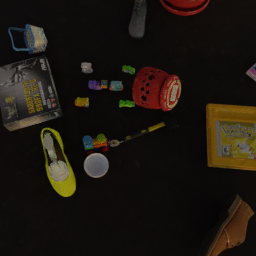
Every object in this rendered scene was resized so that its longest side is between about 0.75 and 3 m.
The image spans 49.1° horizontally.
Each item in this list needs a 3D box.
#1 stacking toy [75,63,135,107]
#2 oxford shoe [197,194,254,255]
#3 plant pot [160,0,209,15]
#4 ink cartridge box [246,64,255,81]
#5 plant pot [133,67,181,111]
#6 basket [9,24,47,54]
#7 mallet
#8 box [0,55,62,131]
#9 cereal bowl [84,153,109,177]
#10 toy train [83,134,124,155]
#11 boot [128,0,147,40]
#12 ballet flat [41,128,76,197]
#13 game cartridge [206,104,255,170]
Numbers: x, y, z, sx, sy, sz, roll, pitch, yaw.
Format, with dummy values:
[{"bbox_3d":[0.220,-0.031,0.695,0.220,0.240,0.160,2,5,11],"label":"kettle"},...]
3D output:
[{"bbox_3d":[-0.881,-1.686,11.321,2.362,0.555,1.781,3,69,-1],"label":"stacking toy"},{"bbox_3d":[3.122,3.472,8.874,0.991,0.992,2.781,40,71,10],"label":"oxford shoe"},{"bbox_3d":[2.608,-6.580,12.277,2.764,2.517,2.764,0,66,0],"label":"plant pot"},{"bbox_3d":[5.704,-2.485,11.775,1.315,0.276,0.784,-39,73,-17],"label":"ink cartridge box"},{"bbox_3d":[1.110,-1.420,10.427,1.378,1.513,1.513,19,66,33],"label":"plant pot"},{"bbox_3d":[-4.214,-3.728,11.830,1.395,0.970,1.230,-5,63,-35],"label":"basket"},{"bbox_3d":[0.827,-0.052,10.694,2.134,0.439,0.703,-15,68,-2],"label":"mallet"},{"bbox_3d":[-3.963,-1.430,11.101,2.118,0.646,2.674,-16,68,-7],"label":"box"},{"bbox_3d":[-1.127,1.366,10.069,0.880,0.366,0.880,0,68,0],"label":"cereal bowl"},{"bbox_3d":[-0.902,0.456,10.187,1.485,0.859,0.629,-12,68,-5],"label":"toy train"},{"bbox_3d":[0.446,-5.101,12.237,0.761,1.435,2.180,4,67,0],"label":"boot"},{"bbox_3d":[-2.567,1.137,9.886,0.877,0.880,2.626,-20,69,-7],"label":"ballet flat"},{"bbox_3d":[4.085,0.296,10.508,2.206,0.406,2.503,4,68,1],"label":"game cartridge"}]
